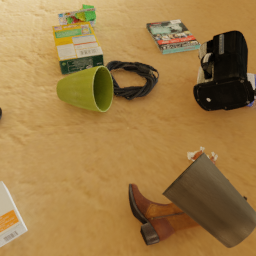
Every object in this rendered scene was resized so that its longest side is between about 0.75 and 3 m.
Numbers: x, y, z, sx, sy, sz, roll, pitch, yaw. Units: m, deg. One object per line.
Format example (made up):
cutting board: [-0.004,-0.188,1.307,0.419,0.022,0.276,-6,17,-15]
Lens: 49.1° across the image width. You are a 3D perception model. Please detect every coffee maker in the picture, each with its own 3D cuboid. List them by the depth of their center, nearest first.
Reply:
coffee maker: [3.167,-1.736,8.537,2.147,1.506,2.235,8,54,12]

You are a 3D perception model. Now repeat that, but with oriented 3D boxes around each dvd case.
dvd case: [1.846,-3.893,11.790,1.628,0.245,2.230,-12,50,-10]

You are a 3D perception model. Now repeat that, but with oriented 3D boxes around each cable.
cable: [-0.062,-1.688,9.678,2.097,0.533,1.711,20,56,14]

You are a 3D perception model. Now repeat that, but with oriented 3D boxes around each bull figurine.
bull figurine: [1.992,0.769,7.490,0.789,0.257,0.479,29,86,15]

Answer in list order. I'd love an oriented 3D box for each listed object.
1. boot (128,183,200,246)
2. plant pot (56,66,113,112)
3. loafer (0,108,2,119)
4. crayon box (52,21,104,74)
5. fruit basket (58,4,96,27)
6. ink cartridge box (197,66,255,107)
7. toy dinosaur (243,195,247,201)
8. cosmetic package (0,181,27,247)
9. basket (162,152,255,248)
boot: [0.888,1.742,6.468,1.570,0.538,1.478,-16,49,-15]
plant pot: [-1.416,-1.197,8.745,1.485,1.389,1.389,2,46,22]
loafer: [-4.843,-0.187,8.002,2.361,0.842,0.862,-25,52,-21]
crayon box: [-1.975,-3.156,10.835,1.591,0.653,2.531,-12,49,-11]
fruit basket: [-2.132,-4.607,11.874,1.579,1.463,0.740,-20,92,-11]
ink cartridge box: [3.413,-1.385,9.366,2.193,0.460,1.309,9,50,12]
toy dinosaur: [2.275,1.685,6.601,0.758,0.570,1.482,-40,66,-5]
cosmetic package: [-2.883,1.916,6.351,0.658,0.462,1.297,-29,53,-24]
basket: [1.576,1.357,5.235,1.482,1.008,1.337,45,40,12]
